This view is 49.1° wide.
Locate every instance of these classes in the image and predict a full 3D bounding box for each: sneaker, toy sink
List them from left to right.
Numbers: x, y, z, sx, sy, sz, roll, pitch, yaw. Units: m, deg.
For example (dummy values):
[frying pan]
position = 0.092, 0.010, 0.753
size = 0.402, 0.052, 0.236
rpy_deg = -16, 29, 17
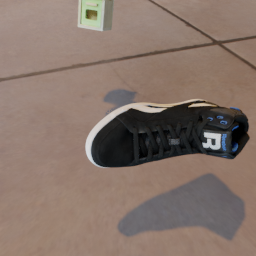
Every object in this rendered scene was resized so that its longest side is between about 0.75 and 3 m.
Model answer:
[toy sink]
position = -0.939, -3.588, 8.220
size = 0.847, 1.300, 0.728
rpy_deg = 16, 25, 15
[sneaker]
position = 0.872, 0.101, 4.882
size = 2.969, 1.085, 1.661
rpy_deg = -17, 19, -25
